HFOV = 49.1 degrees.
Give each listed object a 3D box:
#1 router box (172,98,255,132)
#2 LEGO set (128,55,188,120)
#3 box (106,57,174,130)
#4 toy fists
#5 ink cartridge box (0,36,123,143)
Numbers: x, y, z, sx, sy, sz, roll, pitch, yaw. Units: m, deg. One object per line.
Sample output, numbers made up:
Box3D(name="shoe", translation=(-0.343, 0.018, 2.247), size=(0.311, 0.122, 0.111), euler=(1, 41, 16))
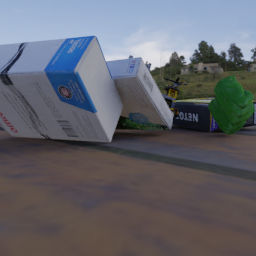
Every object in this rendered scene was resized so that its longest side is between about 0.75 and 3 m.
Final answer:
Box3D(name="router box", translation=(2.346, -0.467, 8.138), size=(2.010, 0.668, 2.557), euler=(-7, 10, -23))
Box3D(name="LEGO set", translation=(0.432, -0.984, 6.915), size=(1.871, 1.084, 1.439), euler=(17, -18, -3))
Box3D(name="box", translation=(-0.606, -0.609, 6.243), size=(2.778, 0.505, 2.005), euler=(2, -28, 30))
Box3D(name="toy fists", translation=(2.119, -0.385, 5.718), size=(0.552, 0.819, 1.606), euler=(-21, -20, -1))
Box3D(name="ink cartridge box", translation=(-1.441, -0.625, 5.006), size=(2.265, 0.954, 1.637), euler=(2, -39, 21))
